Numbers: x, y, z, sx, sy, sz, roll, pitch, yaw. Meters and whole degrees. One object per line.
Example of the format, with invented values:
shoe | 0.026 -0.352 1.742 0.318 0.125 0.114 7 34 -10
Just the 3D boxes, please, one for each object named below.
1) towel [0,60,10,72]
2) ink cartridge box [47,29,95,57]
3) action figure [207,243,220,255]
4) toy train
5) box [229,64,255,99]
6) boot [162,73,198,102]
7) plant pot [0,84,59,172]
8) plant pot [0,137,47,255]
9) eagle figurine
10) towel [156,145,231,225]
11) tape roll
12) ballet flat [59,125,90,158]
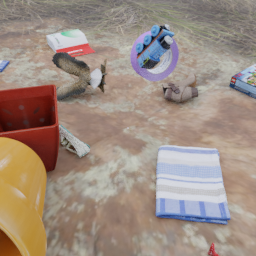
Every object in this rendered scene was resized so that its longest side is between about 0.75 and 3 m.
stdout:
towel | -6.157 -2.771 12.510 1.422 0.169 1.045 1 36 -2
ink cartridge box | -2.906 -4.268 14.122 1.791 0.557 2.225 -20 41 -23
action figure | 2.424 2.894 5.127 2.063 0.533 0.675 23 42 23
toy train | 0.690 -2.088 7.237 0.527 1.215 0.694 -2 64 -42
box | 5.586 -1.924 11.168 2.607 0.491 1.781 -28 46 -31
boot | 1.957 -1.595 10.695 1.284 0.617 1.756 0 35 6
plant pot | -2.770 0.174 7.497 2.006 1.768 2.004 -9 39 -10
plant pot | -2.797 1.549 5.196 2.937 2.937 2.689 0 23 0
eagle figurine | -1.872 -1.865 10.513 2.078 1.568 1.577 4 48 -12
towel | 1.611 1.322 7.249 1.759 0.285 2.395 4 39 6
tape roll | 0.815 -2.181 8.533 1.440 1.440 0.472 -16 32 -19
ballet flat | -1.718 0.391 8.305 0.518 0.518 1.445 -31 48 -33
